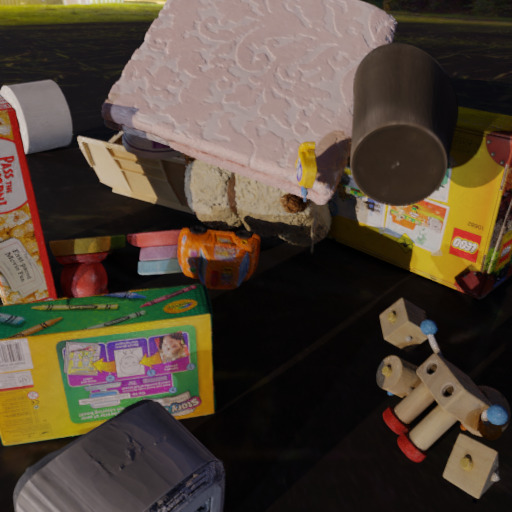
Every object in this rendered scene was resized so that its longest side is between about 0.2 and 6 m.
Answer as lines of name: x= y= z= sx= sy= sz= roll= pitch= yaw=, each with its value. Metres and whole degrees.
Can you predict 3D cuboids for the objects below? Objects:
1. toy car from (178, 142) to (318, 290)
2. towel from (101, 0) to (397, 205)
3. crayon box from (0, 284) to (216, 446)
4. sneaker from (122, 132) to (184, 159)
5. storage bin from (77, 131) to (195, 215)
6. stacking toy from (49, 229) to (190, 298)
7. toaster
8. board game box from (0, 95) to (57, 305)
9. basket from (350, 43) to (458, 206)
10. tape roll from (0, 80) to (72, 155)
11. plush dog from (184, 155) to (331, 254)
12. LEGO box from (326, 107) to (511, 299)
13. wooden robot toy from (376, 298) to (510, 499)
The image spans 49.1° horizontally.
toy car: x=-0.211 y=-0.480 z=7.677 sx=1.275 sy=2.600 sz=0.865 roll=20 pitch=35 yaw=-15
towel: x=0.021 y=-2.967 z=8.948 sx=3.733 sy=0.630 sz=3.908 roll=20 pitch=65 yaw=7
crayon box: x=-1.690 y=1.207 z=6.312 sx=2.416 sy=1.435 sz=0.704 roll=-6 pitch=29 yaw=-12
sneaker: x=-1.157 y=-2.568 z=9.731 sx=2.446 sy=1.395 sz=0.887 roll=-19 pitch=60 yaw=-22
storage bin: x=-1.560 y=-2.788 z=12.326 sx=3.319 sy=1.567 sz=3.343 roll=17 pitch=55 yaw=29
stacking toy: x=-2.157 y=0.123 z=9.379 sx=2.308 sy=0.975 sz=2.089 roll=-6 pitch=3 yaw=-16
toaster: x=-1.151 y=2.191 z=4.851 sx=1.231 sy=1.083 sz=1.907 roll=24 pitch=31 yaw=33
board game box: x=-3.795 y=-0.811 z=8.254 sx=0.720 sy=3.111 sz=2.357 roll=-17 pitch=33 yaw=-27
basket: x=1.839 y=-1.592 z=7.105 sx=1.311 sy=1.738 sz=1.928 roll=-25 pitch=25 yaw=32
tape roll: x=-5.874 y=-3.699 z=14.945 sx=1.235 sy=1.799 sz=1.799 roll=-23 pitch=36 yaw=-35
plush dog: x=-0.117 y=-1.098 z=9.441 sx=2.308 sy=2.688 sz=2.156 roll=-1 pitch=27 yaw=20
LEGO box: x=2.723 y=-1.210 z=9.520 sx=1.335 sy=2.576 sz=3.459 roll=-24 pitch=37 yaw=-39
wooden robot toy: x=2.214 y=1.680 z=6.312 sx=1.211 sy=1.175 sz=2.668 roll=29 pitch=19 yaw=-23
